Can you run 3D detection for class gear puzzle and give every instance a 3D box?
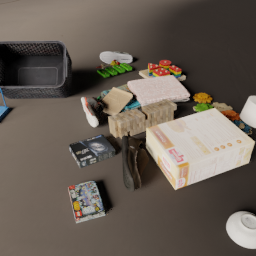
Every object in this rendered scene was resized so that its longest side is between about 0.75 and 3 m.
[{"bbox_3d":[3.412,-0.679,10.697,1.548,0.392,2.990,-7,36,-9],"label":"gear puzzle"}]

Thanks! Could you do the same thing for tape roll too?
[{"bbox_3d":[4.710,-0.559,10.020,1.131,0.777,1.131,10,31,-6],"label":"tape roll"}]

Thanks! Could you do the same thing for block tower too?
[{"bbox_3d":[0.561,-0.334,9.951,2.452,0.709,0.662,-20,35,-23],"label":"block tower"}]

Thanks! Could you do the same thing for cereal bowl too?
[{"bbox_3d":[2.794,2.302,6.525,0.909,0.378,0.909,0,36,0],"label":"cereal bowl"}]

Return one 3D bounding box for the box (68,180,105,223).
[{"bbox_3d":[-1.087,1.876,7.256,0.748,0.218,1.092,-12,37,-16],"label":"box"}]

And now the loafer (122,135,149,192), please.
[{"bbox_3d":[0.228,0.905,8.113,0.784,0.802,2.197,-2,35,-2],"label":"loafer"}]

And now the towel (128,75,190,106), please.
[{"bbox_3d":[1.242,-1.593,11.692,2.119,0.342,2.024,-9,36,-12],"label":"towel"}]

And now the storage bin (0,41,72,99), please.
[{"bbox_3d":[-3.852,-2.324,11.398,2.903,1.361,1.962,-1,78,0],"label":"storage bin"}]

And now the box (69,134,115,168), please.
[{"bbox_3d":[-1.143,0.710,8.861,1.204,0.262,0.965,-17,39,-22],"label":"box"}]

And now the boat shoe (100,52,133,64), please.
[{"bbox_3d":[-0.631,-3.743,14.945,1.753,0.632,0.622,5,25,-9],"label":"boat shoe"}]

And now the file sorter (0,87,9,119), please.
[{"bbox_3d":[-5.693,-0.887,10.357,1.862,1.142,1.292,5,36,6],"label":"file sorter"}]

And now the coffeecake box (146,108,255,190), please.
[{"bbox_3d":[2.060,0.519,8.410,2.490,0.910,1.911,-16,40,-15],"label":"coffeecake box"}]

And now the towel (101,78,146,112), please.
[{"bbox_3d":[0.354,-1.477,11.938,2.507,0.272,1.838,-24,43,-31],"label":"towel"}]

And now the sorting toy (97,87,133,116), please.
[{"bbox_3d":[-0.702,-1.104,11.197,1.569,0.231,1.160,24,67,32],"label":"sorting toy"}]

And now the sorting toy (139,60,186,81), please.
[{"bbox_3d":[1.649,-2.709,13.401,1.642,0.571,1.632,-18,39,-24],"label":"sorting toy"}]

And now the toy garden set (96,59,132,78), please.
[{"bbox_3d":[-0.810,-2.928,13.971,1.591,0.318,1.327,-22,43,-26],"label":"toy garden set"}]

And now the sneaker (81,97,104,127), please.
[{"bbox_3d":[-1.231,-0.733,10.433,0.760,0.716,1.857,-16,37,-11],"label":"sneaker"}]
